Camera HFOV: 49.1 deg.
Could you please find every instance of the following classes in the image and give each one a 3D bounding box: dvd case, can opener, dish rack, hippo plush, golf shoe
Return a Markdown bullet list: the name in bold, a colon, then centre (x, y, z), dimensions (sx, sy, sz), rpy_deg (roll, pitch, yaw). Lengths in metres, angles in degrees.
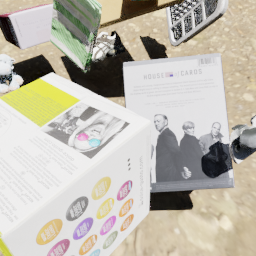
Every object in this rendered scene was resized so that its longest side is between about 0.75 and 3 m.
- **dvd case**: centre (1.018, -0.102, 5.932), dimensions (2.114, 0.348, 2.812), rpy_deg (-4, 83, 5)
- **can opener**: centre (2.699, 0.017, 5.269), dimensions (2.338, 0.615, 0.777), rpy_deg (-24, 18, -34)
- **dish rack**: centre (2.071, -4.274, 8.685), dimensions (0.643, 2.534, 2.953), rpy_deg (-3, 82, -25)
- **hippo plush**: centre (-2.826, -1.343, 6.608), dimensions (0.744, 0.752, 0.935), rpy_deg (18, 54, -19)
- **golf shoe**: centre (-0.840, -2.263, 7.844), dimensions (1.596, 0.754, 0.620), rpy_deg (-30, 24, -34)

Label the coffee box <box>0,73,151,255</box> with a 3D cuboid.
- **coffee box**: centre (-1.287, 0.902, 4.769), dimensions (2.434, 2.430, 2.407), rpy_deg (29, 50, 32)

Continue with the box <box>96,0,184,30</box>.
- **box**: centre (-0.130, -4.063, 7.846), dimensions (2.774, 0.295, 2.268), rpy_deg (-18, 76, -2)

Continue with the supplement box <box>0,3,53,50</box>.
- **supplement box**: centre (-2.784, -3.037, 8.171), dimensions (1.561, 0.873, 2.868), rpy_deg (-24, 31, -21)

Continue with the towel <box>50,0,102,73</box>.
- **towel**: centre (-1.215, -2.239, 6.146), dimensions (1.391, 1.823, 0.213), rpy_deg (43, 56, 12)
